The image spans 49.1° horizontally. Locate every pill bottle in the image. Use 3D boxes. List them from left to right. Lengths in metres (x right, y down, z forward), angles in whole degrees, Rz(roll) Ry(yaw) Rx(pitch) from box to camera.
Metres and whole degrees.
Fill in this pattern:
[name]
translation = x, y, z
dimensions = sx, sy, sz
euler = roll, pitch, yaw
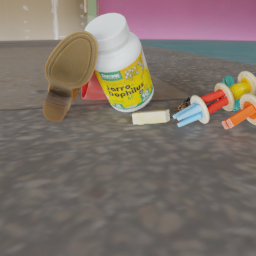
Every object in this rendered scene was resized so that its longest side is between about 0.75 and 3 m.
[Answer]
[pill bottle]
translation = -0.226, -1.778, 7.944
dimensions = 1.487, 2.638, 1.487
euler = -9, 53, 12

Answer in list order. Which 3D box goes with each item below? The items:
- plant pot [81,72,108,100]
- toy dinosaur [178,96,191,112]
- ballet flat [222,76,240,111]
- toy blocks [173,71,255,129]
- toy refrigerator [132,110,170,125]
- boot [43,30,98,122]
[plant pot]
translation = -0.908, -1.555, 9.729
dimensions = 1.185, 1.340, 1.340
euler = 9, 17, -20
[toy dinosaur]
translation = 1.662, -0.615, 8.280
dimensions = 0.578, 0.435, 0.852
euler = -37, 24, -4
[ballet flat]
translation = 3.260, -1.024, 8.932
dimensions = 0.458, 0.479, 1.360
euler = 2, 59, -4
[toy blocks]
translation = 2.419, -0.477, 6.892
dimensions = 2.260, 0.821, 1.884
euler = -26, 28, -6
[toy refrigerator]
translation = 0.607, -0.277, 7.386
dimensions = 0.923, 0.323, 0.350
euler = -3, 9, 25
[boot]
translation = -1.533, -1.804, 7.672
dimensions = 1.061, 2.880, 2.228
euler = 25, 40, -17
